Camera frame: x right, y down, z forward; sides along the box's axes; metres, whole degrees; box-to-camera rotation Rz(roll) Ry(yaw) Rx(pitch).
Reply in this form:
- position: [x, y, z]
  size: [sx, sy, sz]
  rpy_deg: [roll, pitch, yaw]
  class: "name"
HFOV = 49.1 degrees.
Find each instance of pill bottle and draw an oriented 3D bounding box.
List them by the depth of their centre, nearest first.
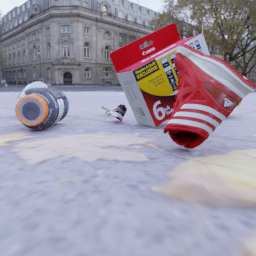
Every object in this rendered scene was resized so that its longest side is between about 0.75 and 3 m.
- position: [-2.119, -0.506, 6.928]
  size: [1.006, 1.006, 1.894]
  rpy_deg: [0, 8, -1]
  class: "pill bottle"
- position: [-3.158, -1.012, 9.347]
  size: [0.819, 0.819, 1.438]
  rpy_deg: [-6, -5, -35]
  class: "pill bottle"

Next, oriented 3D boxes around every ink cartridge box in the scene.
- position: [0.989, -1.497, 7.360]
  size: [2.337, 2.052, 0.980]
  rpy_deg: [-32, 19, -20]
  class: "ink cartridge box"

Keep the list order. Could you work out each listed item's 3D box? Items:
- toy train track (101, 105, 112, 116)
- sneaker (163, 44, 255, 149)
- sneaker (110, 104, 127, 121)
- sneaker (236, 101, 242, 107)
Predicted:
- position: [-0.744, -0.582, 9.799]
  size: [0.670, 0.190, 1.168]
  rpy_deg: [28, 5, -25]
  class: "toy train track"
- position: [0.996, -0.584, 4.958]
  size: [0.991, 1.461, 2.529]
  rpy_deg: [34, 13, -11]
  class: "sneaker"
- position: [-0.206, -0.467, 8.020]
  size: [0.410, 0.441, 1.021]
  rpy_deg: [33, 2, -14]
  class: "sneaker"
- position: [2.344, -0.891, 9.387]
  size: [2.795, 1.058, 1.468]
  rpy_deg: [-7, 16, 22]
  class: "sneaker"
